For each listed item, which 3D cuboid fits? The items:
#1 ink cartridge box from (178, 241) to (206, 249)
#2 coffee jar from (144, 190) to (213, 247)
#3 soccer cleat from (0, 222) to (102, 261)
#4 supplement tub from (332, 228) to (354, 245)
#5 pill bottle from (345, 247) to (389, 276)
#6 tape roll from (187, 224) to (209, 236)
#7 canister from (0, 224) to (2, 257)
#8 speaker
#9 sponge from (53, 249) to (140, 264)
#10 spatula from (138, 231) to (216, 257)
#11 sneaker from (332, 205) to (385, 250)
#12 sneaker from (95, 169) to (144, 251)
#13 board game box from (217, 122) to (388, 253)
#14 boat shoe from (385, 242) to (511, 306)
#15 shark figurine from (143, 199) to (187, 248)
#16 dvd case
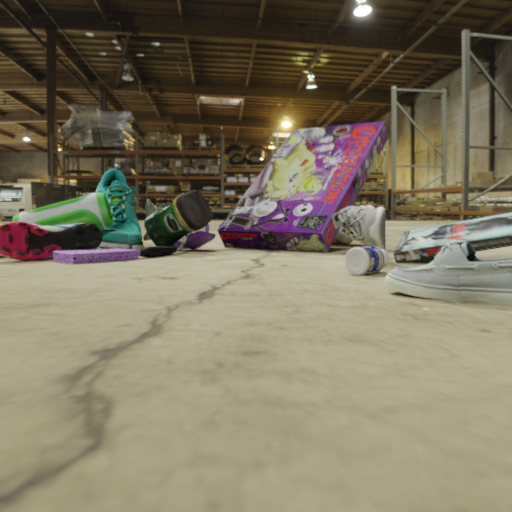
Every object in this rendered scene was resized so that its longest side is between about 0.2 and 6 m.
[{"bbox_3d":[-1.628,-0.287,14.277,0.759,0.190,0.611,-3,6,-17],"label":"ink cartridge box"},{"bbox_3d":[-1.788,-0.833,12.942,1.741,0.908,0.743,-24,9,44],"label":"coffee jar"},{"bbox_3d":[-4.143,-0.221,11.018,2.200,0.768,0.950,-3,-13,-37],"label":"soccer cleat"},{"bbox_3d":[2.039,-0.879,15.868,1.478,1.074,1.074,5,7,43],"label":"supplement tub"},{"bbox_3d":[1.696,0.068,8.444,0.419,0.419,0.701,4,5,43],"label":"pill bottle"},{"bbox_3d":[-1.864,-0.848,17.421,0.768,0.768,0.326,-3,5,-36],"label":"tape roll"},{"bbox_3d":[-5.848,-0.293,11.349,1.546,0.669,1.148,-3,4,-14],"label":"canister"},{"bbox_3d":[-4.240,-0.788,12.372,1.994,0.882,0.882,-16,7,-7],"label":"speaker"},{"bbox_3d":[-3.009,-0.008,10.616,1.399,0.209,0.781,-5,7,-44],"label":"sponge"},{"bbox_3d":[-1.733,-0.224,12.259,0.796,0.289,2.816,-28,-2,22],"label":"spatula"},{"bbox_3d":[1.930,-0.528,10.633,0.888,0.810,2.166,-2,7,1],"label":"sneaker"},{"bbox_3d":[-3.462,-1.101,13.623,1.320,1.357,3.407,5,26,-25],"label":"sneaker"},{"bbox_3d":[1.337,-1.911,14.504,2.896,0.779,4.825,6,44,29],"label":"board game box"},{"bbox_3d":[2.268,0.156,6.051,1.759,0.626,0.613,3,6,33],"label":"boat shoe"},{"bbox_3d":[-2.405,-0.480,13.952,0.729,1.044,1.747,-25,55,-31],"label":"shark figurine"},{"bbox_3d":[3.814,-0.358,10.391,2.306,0.254,1.684,-11,11,25],"label":"dvd case"}]
